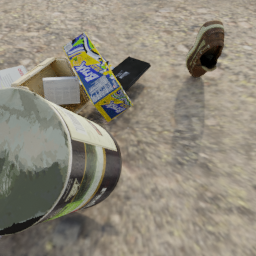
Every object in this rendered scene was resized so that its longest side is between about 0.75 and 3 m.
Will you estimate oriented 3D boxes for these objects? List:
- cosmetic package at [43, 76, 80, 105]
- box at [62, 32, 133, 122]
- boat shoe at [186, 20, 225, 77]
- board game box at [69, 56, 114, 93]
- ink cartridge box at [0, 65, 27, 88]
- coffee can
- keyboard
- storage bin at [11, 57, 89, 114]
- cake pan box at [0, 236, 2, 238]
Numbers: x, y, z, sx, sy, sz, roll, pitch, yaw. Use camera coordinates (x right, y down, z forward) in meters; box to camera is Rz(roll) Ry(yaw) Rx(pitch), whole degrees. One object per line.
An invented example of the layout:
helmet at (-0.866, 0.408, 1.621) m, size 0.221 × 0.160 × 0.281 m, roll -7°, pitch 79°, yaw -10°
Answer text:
cosmetic package at (-1.944, -1.094, 8.240) m, size 1.027 × 0.774 × 0.265 m, roll -6°, pitch 29°, yaw -17°
box at (-0.933, -1.533, 8.071) m, size 0.883 × 0.962 × 2.747 m, roll -33°, pitch 55°, yaw 3°
boat shoe at (2.485, -2.242, 9.154) m, size 0.975 × 2.641 × 0.977 m, roll -9°, pitch 70°, yaw 2°
board game box at (-1.751, -1.873, 10.050) m, size 2.432 × 0.419 × 1.646 m, roll -23°, pitch 49°, yaw -23°
ink cartridge box at (-3.660, -1.058, 8.310) m, size 1.640 × 0.679 × 1.195 m, roll -22°, pitch 64°, yaw -28°
coffee can at (-1.454, 0.623, 5.214) m, size 2.068 × 2.826 × 2.068 m, roll -2°, pitch 81°, yaw 13°
keyboard at (-0.431, -1.814, 9.550) m, size 1.631 × 0.264 × 2.567 m, roll 23°, pitch 45°, yaw 19°
storage bin at (-2.210, -0.968, 8.161) m, size 0.792 × 1.678 × 1.690 m, roll 1°, pitch 39°, yaw 36°
cake pan box at (-3.402, 0.733, 6.229) m, size 2.504 × 0.711 × 2.719 m, roll 34°, pitch 38°, yaw -20°
